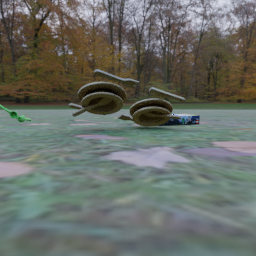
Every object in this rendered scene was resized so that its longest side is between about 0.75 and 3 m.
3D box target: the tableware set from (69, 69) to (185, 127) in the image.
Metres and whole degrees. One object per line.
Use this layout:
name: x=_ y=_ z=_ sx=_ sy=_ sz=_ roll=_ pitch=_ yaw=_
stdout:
tableware set: x=0.004 y=-0.495 z=7.731 sx=2.874 sy=0.576 sz=1.900 roll=13 pitch=-30 yaw=-28

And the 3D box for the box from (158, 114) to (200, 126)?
box: x=1.484 y=-0.305 z=10.037 sx=1.785 sy=0.336 sz=1.219 roll=-3 pitch=5 yaw=-29

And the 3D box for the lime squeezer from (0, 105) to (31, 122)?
lime squeezer: x=-3.858 y=-0.471 z=9.696 sx=1.430 sy=0.270 sz=0.505 roll=33 pitch=21 yaw=-47
